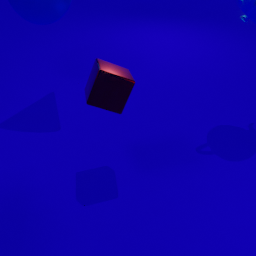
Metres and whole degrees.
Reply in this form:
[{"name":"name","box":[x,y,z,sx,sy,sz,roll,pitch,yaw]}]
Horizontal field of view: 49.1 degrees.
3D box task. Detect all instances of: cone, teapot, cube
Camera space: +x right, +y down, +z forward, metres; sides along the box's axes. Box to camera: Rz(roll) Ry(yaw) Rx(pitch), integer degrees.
[{"name":"cone","box":[-1.986,-3.603,7.230,1.678,1.678,1.684,5,24,6]},{"name":"teapot","box":[2.977,-2.722,6.188,2.006,0.982,1.247,15,48,-31]},{"name":"cube","box":[-0.368,-0.795,5.316,0.706,0.706,0.706,16,25,-20]}]
